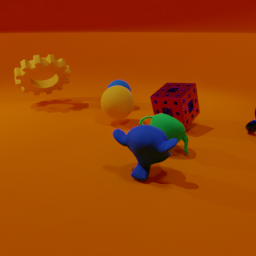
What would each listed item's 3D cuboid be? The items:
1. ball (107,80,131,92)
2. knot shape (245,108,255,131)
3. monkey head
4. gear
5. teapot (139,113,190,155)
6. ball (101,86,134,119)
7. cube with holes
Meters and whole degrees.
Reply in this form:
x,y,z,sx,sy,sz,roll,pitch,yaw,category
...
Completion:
x,y,z,sx,sy,sz,roll,pitch,yaw,category
-0.339,-1.330,10.443,0.923,0.923,0.923,0,21,0,ball
3.982,-0.346,8.004,1.096,0.541,1.171,-52,14,-29,knot shape
0.331,0.472,5.765,1.462,0.881,1.052,9,54,31,monkey head
-3.199,-1.959,10.589,2.018,2.018,0.373,-9,66,-22,gear
0.961,0.127,6.878,1.465,0.717,0.911,28,-7,5,teapot
-0.326,-0.798,8.777,1.050,1.050,1.050,0,21,0,ball
1.441,-0.697,8.461,1.004,1.004,1.004,9,37,38,cube with holes
